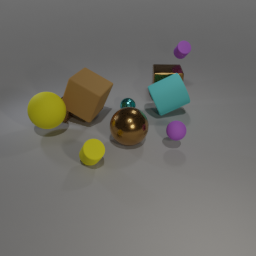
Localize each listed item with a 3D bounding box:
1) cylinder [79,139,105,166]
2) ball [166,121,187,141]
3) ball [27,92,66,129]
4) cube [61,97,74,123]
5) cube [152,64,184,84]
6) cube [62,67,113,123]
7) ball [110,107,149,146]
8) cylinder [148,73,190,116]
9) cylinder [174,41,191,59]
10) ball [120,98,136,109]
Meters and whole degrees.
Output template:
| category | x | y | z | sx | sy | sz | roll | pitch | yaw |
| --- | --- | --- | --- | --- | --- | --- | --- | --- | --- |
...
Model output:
| category | x | y | z | sx | sy | sz | roll | pitch | yaw |
| --- | --- | --- | --- | --- | --- | --- | --- | --- | --- |
| cylinder | -1.156 | 0.779 | 8.959 | 0.700 | 0.700 | 0.700 | 8 | 65 | -18 |
| ball | 1.682 | 0.090 | 9.760 | 0.700 | 0.700 | 0.700 | 0 | 30 | 0 |
| ball | -3.044 | -0.657 | 10.531 | 1.400 | 1.400 | 1.400 | 0 | 30 | 0 |
| cube | -2.691 | -0.790 | 11.835 | 0.700 | 0.700 | 0.700 | 29 | 35 | 4 |
| cube | 1.919 | -2.270 | 13.867 | 1.400 | 1.400 | 1.400 | 1 | 30 | 2 |
| cube | -1.658 | -1.350 | 11.347 | 1.400 | 1.400 | 1.400 | 30 | 35 | 2 |
| ball | 0.042 | -0.057 | 10.058 | 1.400 | 1.400 | 1.400 | 0 | 30 | 0 |
| cylinder | 1.750 | -1.437 | 12.038 | 1.400 | 1.400 | 1.400 | -24 | 30 | 8 |
| cylinder | 2.742 | -3.947 | 14.167 | 0.700 | 0.700 | 0.700 | -6 | -6 | -10 |
| ball | -0.006 | -0.988 | 12.380 | 0.700 | 0.700 | 0.700 | 0 | 30 | 0 |
